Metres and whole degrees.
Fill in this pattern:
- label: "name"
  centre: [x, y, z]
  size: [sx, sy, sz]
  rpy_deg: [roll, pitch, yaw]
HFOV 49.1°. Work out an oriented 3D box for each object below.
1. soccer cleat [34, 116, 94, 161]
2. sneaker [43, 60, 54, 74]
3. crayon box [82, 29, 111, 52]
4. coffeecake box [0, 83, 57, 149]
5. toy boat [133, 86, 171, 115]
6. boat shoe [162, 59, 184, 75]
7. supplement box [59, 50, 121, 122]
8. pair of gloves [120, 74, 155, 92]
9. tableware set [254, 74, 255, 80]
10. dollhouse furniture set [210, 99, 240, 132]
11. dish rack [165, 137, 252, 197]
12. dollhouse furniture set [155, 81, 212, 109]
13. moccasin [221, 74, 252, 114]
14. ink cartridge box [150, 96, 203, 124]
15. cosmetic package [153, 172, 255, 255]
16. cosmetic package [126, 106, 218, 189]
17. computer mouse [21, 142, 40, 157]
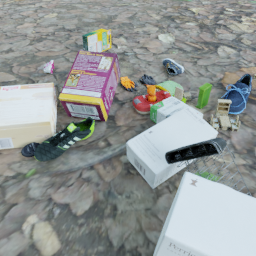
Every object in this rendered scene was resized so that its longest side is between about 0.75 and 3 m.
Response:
- label: "soccer cleat"
  centre: [-2.165, 0.303, 9.670]
  size: [2.397, 0.972, 0.809]
  rpy_deg: [-32, 68, -35]
- label: "sneaker"
  centre: [-4.264, -3.308, 15.041]
  size: [0.505, 0.465, 1.144]
  rpy_deg: [0, 36, -3]
- label: "crayon box"
  centre: [-1.854, -5.196, 16.929]
  size: [0.506, 1.233, 1.961]
  rpy_deg: [27, 44, 32]
- label: "coffeecake box"
  centre: [-3.981, -0.566, 10.841]
  size: [2.244, 1.068, 2.924]
  rpy_deg: [-6, 37, -8]
- label: "toy boat"
  centre: [1.023, -1.291, 11.819]
  size: [1.640, 1.072, 1.070]
  rpy_deg: [-13, 39, -17]
- label: "boat shoe"
  centre: [2.235, -3.268, 14.919]
  size: [0.670, 0.522, 1.476]
  rpy_deg: [-23, 44, -34]
- label: "supplement box"
  centre: [-1.451, -1.738, 11.321]
  size: [1.696, 1.337, 2.591]
  rpy_deg: [9, 61, 13]
- label: "pair of gloves"
  centre: [0.510, -2.261, 13.855]
  size: [1.706, 0.211, 1.520]
  rpy_deg: [-8, 37, -12]
- label: "tableware set"
  centre: [6.982, -2.608, 14.318]
  size: [1.007, 0.202, 0.666]
  rpy_deg: [16, 40, 21]
- label: "dollhouse furniture set"
  centre: [3.792, -0.494, 11.000]
  size: [1.023, 0.776, 1.168]
  rpy_deg: [4, 37, 5]
- label: "dish rack"
  centre: [2.101, 1.368, 7.029]
  size: [0.619, 2.269, 1.741]
  rpy_deg: [-28, 3, -35]
- label: "dollhouse furniture set"
  centre: [2.350, -1.818, 12.569]
  size: [1.304, 1.007, 2.610]
  rpy_deg: [-31, 47, -34]
- label: "moccasin"
  centre: [4.798, -1.606, 12.345]
  size: [1.116, 0.946, 2.775]
  rpy_deg: [16, 40, 20]
- label: "ink cartridge box"
  centre: [1.875, -0.433, 10.964]
  size: [1.240, 0.702, 1.691]
  rpy_deg: [-25, 44, -28]
- label: "cosmetic package"
  centre: [1.559, 2.406, 5.865]
  size: [1.720, 2.056, 1.710]
  rpy_deg: [20, 40, 13]
- label: "cosmetic package"
  centre: [1.375, 0.552, 8.870]
  size: [2.560, 1.038, 1.444]
  rpy_deg: [-32, 60, -21]
- label: "computer mouse"
  centre: [-2.940, 0.679, 9.891]
  size: [1.627, 0.277, 0.477]
  rpy_deg: [-14, 64, -29]
